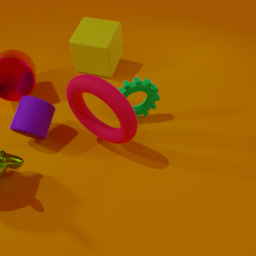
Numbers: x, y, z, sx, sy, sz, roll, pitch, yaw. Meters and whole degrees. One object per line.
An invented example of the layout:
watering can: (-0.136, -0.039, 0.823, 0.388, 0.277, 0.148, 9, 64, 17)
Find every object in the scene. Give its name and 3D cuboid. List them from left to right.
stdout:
monkey head: (-2.867, 0.893, 5.792, 1.240, 1.724, 1.039, 24, 53, -30)
cylinder: (-3.365, -1.566, 8.232, 1.247, 1.247, 1.247, -12, 28, -12)
cylinder: (-2.350, -0.237, 6.955, 0.863, 0.863, 0.863, 13, 76, 13)
cube: (-1.010, -2.697, 9.376, 1.310, 1.310, 1.310, 13, 58, 11)
ring: (-0.602, -0.372, 6.222, 1.868, 1.868, 0.374, 25, 57, 24)
gear: (0.219, -0.773, 7.463, 1.239, 1.239, 0.229, -9, 46, -10)
